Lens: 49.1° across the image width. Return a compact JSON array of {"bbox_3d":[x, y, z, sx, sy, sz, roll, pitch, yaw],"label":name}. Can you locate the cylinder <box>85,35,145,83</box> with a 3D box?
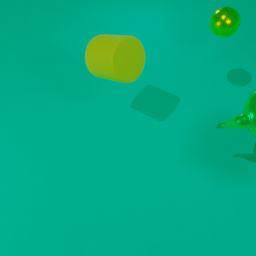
[{"bbox_3d":[-0.317,-1.715,6.890,1.077,1.077,1.077,21,59,44],"label":"cylinder"}]

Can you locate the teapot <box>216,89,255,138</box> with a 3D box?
[{"bbox_3d":[2.910,-0.271,5.814,2.059,1.008,1.280,-13,88,-1],"label":"teapot"}]

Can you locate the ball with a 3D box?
[{"bbox_3d":[2.480,-2.702,7.164,0.766,0.766,0.766,0,62,0],"label":"ball"}]
